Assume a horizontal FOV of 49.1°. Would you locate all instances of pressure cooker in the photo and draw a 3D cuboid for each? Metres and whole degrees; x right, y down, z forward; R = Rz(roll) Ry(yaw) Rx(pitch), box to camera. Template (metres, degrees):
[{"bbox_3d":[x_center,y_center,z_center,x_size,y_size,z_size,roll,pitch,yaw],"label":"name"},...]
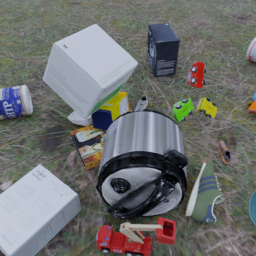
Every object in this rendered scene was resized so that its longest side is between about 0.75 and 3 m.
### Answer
[{"bbox_3d":[0.407,1.246,8.436,2.680,2.638,3.000,0,40,5],"label":"pressure cooker"}]

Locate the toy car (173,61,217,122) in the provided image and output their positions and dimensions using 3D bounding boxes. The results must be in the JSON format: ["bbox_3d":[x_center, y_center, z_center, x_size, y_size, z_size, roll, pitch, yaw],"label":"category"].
[{"bbox_3d":[2.296,-1.001,10.355,2.216,2.355,0.525,-38,27,-29],"label":"toy car"}]

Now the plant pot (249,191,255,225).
[{"bbox_3d":[4.455,2.450,8.316,0.905,1.344,1.344,23,39,-23],"label":"plant pot"}]

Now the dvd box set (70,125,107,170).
[{"bbox_3d":[-0.740,0.458,10.859,2.553,0.375,1.868,-17,46,-17],"label":"dvd box set"}]

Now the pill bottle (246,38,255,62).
[{"bbox_3d":[7.581,-3.815,14.646,1.281,1.281,2.357,-34,53,-30],"label":"pill bottle"}]

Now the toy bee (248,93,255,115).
[{"bbox_3d":[6.026,-1.152,12.215,1.889,1.027,1.237,-42,33,2],"label":"toy bee"}]

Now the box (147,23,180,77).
[{"bbox_3d":[1.731,-3.986,14.318,1.170,1.993,1.960,-7,44,-7],"label":"box"}]

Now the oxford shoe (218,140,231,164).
[{"bbox_3d":[3.552,0.814,10.182,0.324,0.331,0.909,-4,59,-11],"label":"oxford shoe"}]

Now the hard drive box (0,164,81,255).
[{"bbox_3d":[-2.913,2.510,8.343,1.857,0.915,2.383,30,51,28],"label":"hard drive box"}]

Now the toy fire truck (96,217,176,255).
[{"bbox_3d":[0.151,2.913,7.522,2.106,1.485,0.513,7,43,6],"label":"toy fire truck"}]

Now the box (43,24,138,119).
[{"bbox_3d":[-1.335,-2.014,9.937,2.220,1.901,2.209,43,49,4],"label":"box"}]

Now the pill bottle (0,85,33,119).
[{"bbox_3d":[-5.219,-1.017,11.780,2.104,1.259,1.259,-11,45,-9],"label":"pill bottle"}]

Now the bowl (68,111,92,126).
[{"bbox_3d":[-1.714,-0.500,11.637,1.219,0.456,1.221,9,39,39],"label":"bowl"}]

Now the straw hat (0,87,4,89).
[{"bbox_3d":[-5.972,-1.577,12.724,1.599,1.599,0.677,17,89,17],"label":"straw hat"}]

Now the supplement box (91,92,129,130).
[{"bbox_3d":[-0.697,-0.718,11.178,0.894,0.889,1.633,10,36,23],"label":"supplement box"}]

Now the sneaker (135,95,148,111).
[{"bbox_3d":[0.552,-0.965,12.230,0.488,0.535,1.306,9,45,9],"label":"sneaker"}]

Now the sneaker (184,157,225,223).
[{"bbox_3d":[2.614,2.027,9.019,1.027,0.767,2.289,21,51,15],"label":"sneaker"}]
